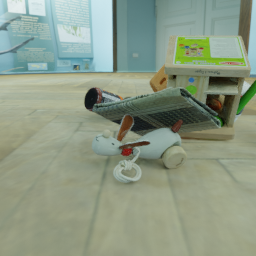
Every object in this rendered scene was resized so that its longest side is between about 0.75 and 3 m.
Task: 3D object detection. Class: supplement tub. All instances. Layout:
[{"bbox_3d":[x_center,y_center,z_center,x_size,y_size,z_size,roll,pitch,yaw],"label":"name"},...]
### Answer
[{"bbox_3d":[-0.708,-0.847,9.964,1.603,0.857,0.857,15,0,-44],"label":"supplement tub"},{"bbox_3d":[3.370,-0.882,9.081,0.879,1.252,0.879,7,38,-5],"label":"supplement tub"}]

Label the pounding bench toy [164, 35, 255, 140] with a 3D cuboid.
[{"bbox_3d":[2.490,-0.967,7.429,2.983,2.327,1.853,3,40,10],"label":"pounding bench toy"}]

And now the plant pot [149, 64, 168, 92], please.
[{"bbox_3d":[1.891,-1.612,10.829,1.580,2.257,2.257,-36,15,3],"label":"plant pot"}]

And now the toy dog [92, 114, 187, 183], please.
[{"bbox_3d":[0.360,0.198,5.387,1.892,0.911,1.248,-9,37,-37],"label":"toy dog"}]

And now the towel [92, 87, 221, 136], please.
[{"bbox_3d":[0.681,-0.300,6.119,2.202,0.380,2.120,-8,-22,36],"label":"towel"}]

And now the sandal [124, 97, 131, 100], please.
[{"bbox_3d":[0.310,-0.873,10.699,1.114,0.448,0.301,29,-3,4],"label":"sandal"}]
